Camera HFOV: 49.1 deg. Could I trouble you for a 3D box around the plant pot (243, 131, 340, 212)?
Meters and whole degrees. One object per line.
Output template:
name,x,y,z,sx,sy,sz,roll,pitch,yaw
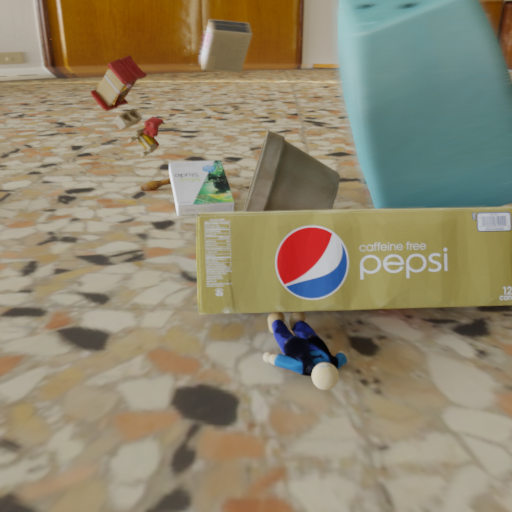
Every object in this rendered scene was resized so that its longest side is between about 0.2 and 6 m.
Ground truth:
plant pot,0.699,-1.310,10.914,1.600,1.844,1.844,17,24,-3

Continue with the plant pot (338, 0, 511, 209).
plant pot,2.472,-2.392,8.335,2.293,3.244,2.292,-17,43,12

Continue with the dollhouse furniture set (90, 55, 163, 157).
dollhouse furniture set,-2.248,-2.796,10.513,0.862,1.601,0.651,-35,7,41

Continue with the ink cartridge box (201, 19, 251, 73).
ink cartridge box,-0.459,-3.111,8.343,0.617,0.749,0.281,0,62,-17

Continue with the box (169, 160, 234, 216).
box,-1.221,-1.519,12.274,1.217,0.307,1.687,-6,44,-13

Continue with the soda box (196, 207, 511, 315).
soda box,1.240,0.055,7.531,4.040,1.293,1.368,-1,-1,-3

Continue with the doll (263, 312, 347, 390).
doll,0.564,1.139,6.672,1.019,0.362,1.494,0,21,-18

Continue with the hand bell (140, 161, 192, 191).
hand bell,-2.091,-1.767,13.299,1.328,0.692,0.692,-13,24,0
